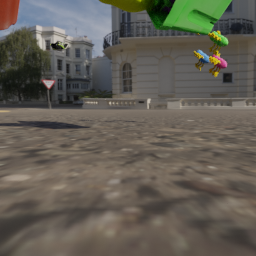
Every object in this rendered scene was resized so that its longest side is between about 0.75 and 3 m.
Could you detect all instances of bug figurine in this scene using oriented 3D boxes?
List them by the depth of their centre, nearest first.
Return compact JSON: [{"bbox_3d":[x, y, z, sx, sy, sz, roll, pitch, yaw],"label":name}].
[{"bbox_3d":[2.355,-2.429,8.193,0.506,1.966,1.525,-28,51,-6],"label":"bug figurine"}]

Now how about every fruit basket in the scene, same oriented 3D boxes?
[{"bbox_3d":[0.536,-2.894,5.218,2.520,1.818,2.520,22,35,-16],"label":"fruit basket"}]

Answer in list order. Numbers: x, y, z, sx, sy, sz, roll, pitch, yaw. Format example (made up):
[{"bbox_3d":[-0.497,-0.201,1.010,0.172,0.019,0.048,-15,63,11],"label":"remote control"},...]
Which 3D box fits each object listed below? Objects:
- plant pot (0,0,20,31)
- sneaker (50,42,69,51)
[{"bbox_3d":[-2.842,-3.014,5.505,1.779,1.731,1.779,12,46,-13],"label":"plant pot"},{"bbox_3d":[-3.016,-3.603,12.251,0.865,0.310,0.358,-3,-31,16],"label":"sneaker"}]
